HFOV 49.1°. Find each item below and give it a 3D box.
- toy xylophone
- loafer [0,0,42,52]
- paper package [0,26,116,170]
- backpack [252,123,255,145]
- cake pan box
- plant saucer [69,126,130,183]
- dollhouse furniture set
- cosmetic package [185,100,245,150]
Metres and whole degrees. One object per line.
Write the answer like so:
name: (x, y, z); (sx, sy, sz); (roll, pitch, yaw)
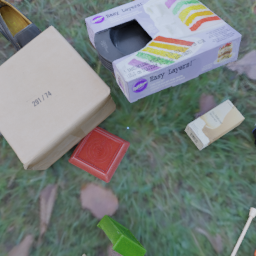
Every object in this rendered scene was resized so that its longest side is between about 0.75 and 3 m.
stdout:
toy xylophone: (3.680, 3.067, 6.955); (1.778, 0.610, 2.428); (25, 71, 10)
loafer: (-3.175, -2.806, 8.851); (2.995, 1.083, 1.090); (42, 74, 3)
paper package: (-2.209, -0.773, 7.698); (2.866, 1.483, 2.732); (-41, 78, -5)
backpack: (4.249, 0.025, 7.885); (1.158, 1.059, 0.851); (1, 62, -2)
cake pan box: (0.672, -2.195, 6.902); (2.988, 0.782, 2.752); (-22, 52, -8)
plant saucer: (-0.828, 0.665, 8.080); (1.357, 0.249, 1.354); (26, 71, 10)
dollhouse furniture set: (0.121, 3.668, 6.742); (2.632, 1.321, 1.724); (39, 78, -16)
cosmetic package: (2.527, -0.098, 8.213); (1.507, 0.536, 0.793); (-32, 72, -12)
